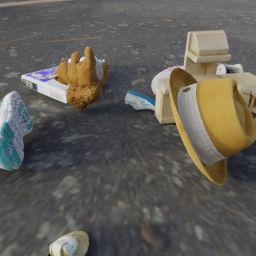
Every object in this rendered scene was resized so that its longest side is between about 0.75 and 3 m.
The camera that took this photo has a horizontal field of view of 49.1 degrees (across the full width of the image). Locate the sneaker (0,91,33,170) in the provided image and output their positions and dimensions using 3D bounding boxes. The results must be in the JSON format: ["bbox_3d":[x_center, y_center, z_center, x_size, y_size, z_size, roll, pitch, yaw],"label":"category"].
[{"bbox_3d":[-2.915,0.040,6.078,1.264,1.075,2.772,-18,26,-1],"label":"sneaker"}]

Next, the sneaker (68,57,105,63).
[{"bbox_3d":[-1.510,-2.369,10.368,1.704,0.688,0.652,22,24,27],"label":"sneaker"}]

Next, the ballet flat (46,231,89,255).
[{"bbox_3d":[-0.980,1.831,3.722,0.523,0.523,1.479,12,32,19],"label":"ballet flat"}]

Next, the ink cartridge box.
[{"bbox_3d":[-2.064,-1.554,9.307,1.971,0.432,1.990,22,34,27],"label":"ink cartridge box"}]

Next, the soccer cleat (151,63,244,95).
[{"bbox_3d":[2.112,-1.525,8.329,2.890,1.009,1.247,-11,-5,-22],"label":"soccer cleat"}]

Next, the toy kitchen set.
[{"bbox_3d":[2.315,-0.872,6.517,2.699,2.202,2.435,-6,32,-12],"label":"toy kitchen set"}]

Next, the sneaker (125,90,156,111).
[{"bbox_3d":[0.407,-0.711,8.026,1.010,0.408,0.386,24,30,1],"label":"sneaker"}]

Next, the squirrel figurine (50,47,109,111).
[{"bbox_3d":[-1.398,-1.275,7.644,1.453,1.557,1.102,-2,-4,23],"label":"squirrel figurine"}]

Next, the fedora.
[{"bbox_3d":[1.717,-0.215,5.315,1.039,2.547,2.547,-23,21,28],"label":"fedora"}]
